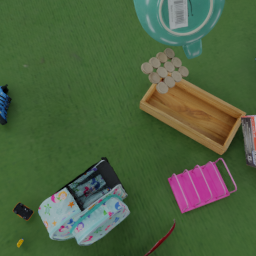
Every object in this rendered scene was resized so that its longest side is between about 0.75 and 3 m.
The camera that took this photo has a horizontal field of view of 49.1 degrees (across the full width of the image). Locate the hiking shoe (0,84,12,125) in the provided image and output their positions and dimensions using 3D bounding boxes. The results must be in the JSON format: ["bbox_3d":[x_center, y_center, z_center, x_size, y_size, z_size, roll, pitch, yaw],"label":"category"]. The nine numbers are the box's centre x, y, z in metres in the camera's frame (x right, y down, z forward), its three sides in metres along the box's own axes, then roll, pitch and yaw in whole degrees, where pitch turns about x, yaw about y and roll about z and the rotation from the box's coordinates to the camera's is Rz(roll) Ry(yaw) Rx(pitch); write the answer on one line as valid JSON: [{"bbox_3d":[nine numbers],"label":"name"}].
[{"bbox_3d":[-4.056,-0.787,9.022,0.625,0.537,1.443,-21,70,-7],"label":"hiking shoe"}]

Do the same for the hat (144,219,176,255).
[{"bbox_3d":[0.443,3.883,7.427,2.131,1.876,1.765,-31,78,25],"label":"hat"}]

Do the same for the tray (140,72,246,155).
[{"bbox_3d":[2.015,-0.547,8.939,2.970,0.550,1.465,31,72,10],"label":"tray"}]

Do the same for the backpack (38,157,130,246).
[{"bbox_3d":[-1.073,2.046,7.211,2.171,1.928,1.635,-29,67,-6],"label":"backpack"}]

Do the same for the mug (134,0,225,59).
[{"bbox_3d":[1.343,-2.872,6.556,2.463,2.024,1.523,27,31,-22],"label":"mug"}]

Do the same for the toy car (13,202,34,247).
[{"bbox_3d":[-3.039,2.671,7.778,0.545,0.370,1.110,21,66,-15],"label":"toy car"}]

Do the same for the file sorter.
[{"bbox_3d":[2.081,1.587,7.887,1.519,0.953,1.056,-18,70,-7],"label":"file sorter"}]

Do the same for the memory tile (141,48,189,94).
[{"bbox_3d":[0.860,-1.329,6.433,1.100,0.092,0.843,-39,90,-30],"label":"memory tile"}]

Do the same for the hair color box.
[{"bbox_3d":[4.871,0.226,8.197,2.742,0.876,1.521,-8,92,-3],"label":"hair color box"}]
